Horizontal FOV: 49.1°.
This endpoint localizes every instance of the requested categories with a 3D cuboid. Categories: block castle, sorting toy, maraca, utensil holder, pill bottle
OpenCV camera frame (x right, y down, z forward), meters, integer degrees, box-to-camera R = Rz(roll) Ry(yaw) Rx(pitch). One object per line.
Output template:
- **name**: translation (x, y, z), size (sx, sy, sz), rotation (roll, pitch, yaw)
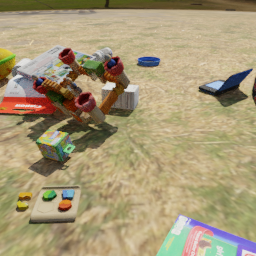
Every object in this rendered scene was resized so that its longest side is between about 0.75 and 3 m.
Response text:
- **block castle**: translation (-1.589, -1.491, 8.838), size (2.963, 1.390, 1.980), rotation (22, 70, 40)
- **sorting toy**: translation (-1.590, 1.451, 5.519), size (1.237, 0.166, 0.921), rotation (-1, 28, -2)
- **maraca**: translation (-6.037, -2.742, 12.443), size (2.454, 1.313, 1.682), rotation (-15, 23, 25)
- **utensil holder**: translation (-4.644, -2.576, 12.517), size (0.813, 0.813, 0.957), rotation (0, 30, 1)
- **pill bottle**: translation (-1.406, -3.909, 15.174), size (0.676, 0.676, 1.188), rotation (14, 30, 25)

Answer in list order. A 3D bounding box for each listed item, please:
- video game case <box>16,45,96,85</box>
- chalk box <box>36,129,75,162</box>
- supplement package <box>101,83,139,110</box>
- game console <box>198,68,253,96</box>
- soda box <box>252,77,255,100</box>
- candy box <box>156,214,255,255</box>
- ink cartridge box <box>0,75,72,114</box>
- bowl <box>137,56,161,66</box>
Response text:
- **video game case**: translation (-2.780, -2.457, 11.031), size (2.127, 0.257, 2.333), rotation (23, 49, 25)
- **chalk box**: translation (-1.714, 0.436, 6.882), size (0.851, 0.527, 0.530), rotation (8, 41, 27)
- **supplement package**: translation (-0.265, -1.124, 9.851), size (1.185, 0.695, 0.693), rotation (7, 29, 13)
- **game console**: translation (3.863, -1.951, 11.146), size (1.626, 0.962, 1.388), rotation (-20, 35, -34)
- **soda box**: translation (4.995, -1.261, 10.096), size (0.628, 0.701, 1.982), rotation (9, 28, 11)
- **candy box**: translation (1.194, 2.079, 3.836), size (1.601, 0.617, 1.353), rotation (16, 30, 25)
- **ink cartridge box**: translation (-3.451, -1.356, 10.340), size (2.230, 0.659, 2.786), rotation (2, 27, 4)
- **bowl**: translation (1.118, -3.570, 14.990), size (1.238, 0.243, 1.238), rotation (0, 27, 0)
